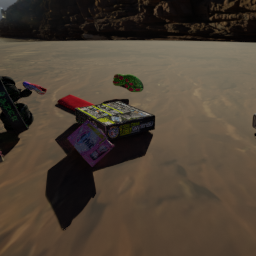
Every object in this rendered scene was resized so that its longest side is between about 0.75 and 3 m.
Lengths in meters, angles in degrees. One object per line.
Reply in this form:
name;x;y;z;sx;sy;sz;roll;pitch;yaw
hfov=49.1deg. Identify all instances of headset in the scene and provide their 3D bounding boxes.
headset;-3.388;-0.796;8.418;1.291;1.697;2.747;-29;18;-17

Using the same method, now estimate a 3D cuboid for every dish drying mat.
dish drying mat;-2.035;-0.933;10.836;0.699;0.166;1.820;-29;35;-31

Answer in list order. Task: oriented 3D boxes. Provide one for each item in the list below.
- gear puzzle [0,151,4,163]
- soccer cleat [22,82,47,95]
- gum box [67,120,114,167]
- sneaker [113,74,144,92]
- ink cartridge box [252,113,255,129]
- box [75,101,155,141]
gear puzzle;-3.321;0.287;6.255;0.737;1.422;0.186;-28;-9;-1
soccer cleat;-3.158;-1.394;9.506;0.816;0.299;0.278;27;45;-36
gum box;-0.914;0.353;6.792;0.712;0.415;1.255;-42;34;-9
sneaker;0.104;-1.997;12.196;0.783;0.717;1.869;0;20;-39
ink cartridge box;5.286;0.034;7.596;2.532;0.558;2.579;-11;27;-10
box;-0.456;-0.297;8.753;1.716;0.474;2.141;-14;23;-31
